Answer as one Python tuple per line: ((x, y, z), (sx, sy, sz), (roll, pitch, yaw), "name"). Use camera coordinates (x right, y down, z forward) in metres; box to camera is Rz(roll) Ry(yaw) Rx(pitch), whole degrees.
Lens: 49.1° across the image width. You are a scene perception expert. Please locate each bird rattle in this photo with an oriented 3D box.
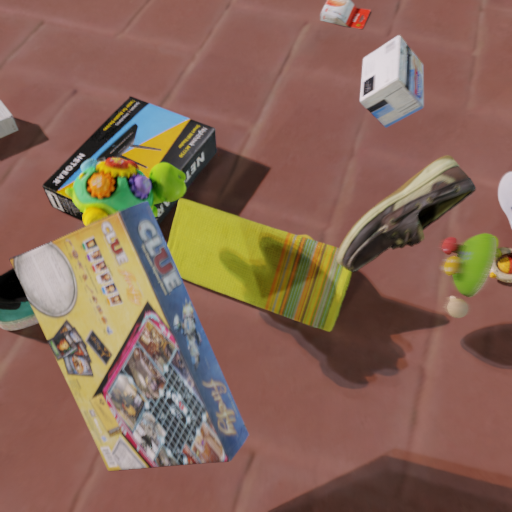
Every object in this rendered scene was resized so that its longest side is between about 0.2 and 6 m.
((5.011, 0.103, 11.200), (1.138, 0.641, 0.928), (11, 67, -8), "bird rattle")

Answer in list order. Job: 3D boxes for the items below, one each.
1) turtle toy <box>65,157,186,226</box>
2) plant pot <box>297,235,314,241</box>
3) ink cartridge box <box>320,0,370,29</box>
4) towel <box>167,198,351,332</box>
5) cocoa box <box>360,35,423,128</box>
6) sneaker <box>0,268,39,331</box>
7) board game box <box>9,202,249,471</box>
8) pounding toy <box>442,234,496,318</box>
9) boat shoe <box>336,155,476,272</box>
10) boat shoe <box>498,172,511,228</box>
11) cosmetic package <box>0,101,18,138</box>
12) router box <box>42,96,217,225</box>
((-2.161, -1.109, 9.426), (2.018, 1.020, 1.471), (-2, 29, -29), "turtle toy")
((0.833, -0.004, 11.059), (0.741, 0.745, 0.763), (-4, 47, -3), "plant pot")
((2.562, -6.995, 16.028), (1.242, 0.311, 1.007), (16, 58, 13), "ink cartridge box")
((-0.014, 0.132, 10.675), (3.581, 0.323, 1.541), (19, 100, 13), "towel")
((2.369, -3.015, 9.743), (0.788, 0.801, 1.200), (34, 50, -31), "cocoa box")
((-3.627, 0.366, 10.508), (2.926, 1.169, 1.044), (-27, 60, -17), "sneaker")
((-1.662, 1.167, 7.210), (2.188, 3.230, 0.559), (-17, 9, 32), "board game box")
((3.129, 0.198, 8.698), (0.614, 1.323, 1.021), (20, 17, 4), "pounding toy")
((2.463, -0.572, 9.263), (2.558, 0.937, 0.829), (-43, 60, 8), "boat shoe")
((5.682, -1.033, 11.892), (0.601, 0.611, 1.723), (16, 49, -22), "boat shoe")
((-6.419, -3.070, 13.235), (1.262, 0.512, 0.712), (-33, 64, -21), "cosmetic package")
((-2.657, -1.949, 12.287), (2.368, 0.811, 3.175), (23, 59, 15), "router box")
